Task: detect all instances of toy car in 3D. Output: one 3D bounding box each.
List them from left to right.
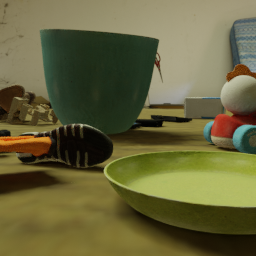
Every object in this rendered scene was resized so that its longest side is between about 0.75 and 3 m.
[{"bbox_3d":[1.787,-0.319,4.124,1.094,1.237,1.140,-1,5,-9],"label":"toy car"}]

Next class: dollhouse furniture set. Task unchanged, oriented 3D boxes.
[{"bbox_3d":[-3.178,-0.366,9.221,1.346,0.876,1.236,23,11,12],"label":"dollhouse furniture set"}]

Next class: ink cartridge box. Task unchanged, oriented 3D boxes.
[{"bbox_3d":[3.832,-1.000,13.665,1.737,1.019,2.372,3,4,23],"label":"ink cartridge box"}]

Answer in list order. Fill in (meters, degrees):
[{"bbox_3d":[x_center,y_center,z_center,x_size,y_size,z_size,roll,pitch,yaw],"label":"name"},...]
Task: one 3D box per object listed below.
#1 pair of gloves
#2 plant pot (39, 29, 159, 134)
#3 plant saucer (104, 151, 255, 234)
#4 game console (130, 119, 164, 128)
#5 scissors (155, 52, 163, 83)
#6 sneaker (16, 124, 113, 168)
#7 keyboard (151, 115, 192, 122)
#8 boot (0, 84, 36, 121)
[{"bbox_3d":[-2.172,0.273,2.677,2.327,0.323,2.612,-5,4,-34],"label":"pair of gloves"},{"bbox_3d":[-0.676,-1.059,6.514,2.624,2.106,2.624,4,15,-1],"label":"plant pot"},{"bbox_3d":[0.560,0.375,1.905,1.443,0.224,1.443,0,5,0],"label":"plant saucer"},{"bbox_3d":[0.221,-0.127,7.996,1.098,0.224,1.862,2,6,28],"label":"game console"},{"bbox_3d":[1.190,-2.292,10.574,0.435,1.189,0.083,-26,1,37],"label":"scissors"},{"bbox_3d":[-0.618,0.169,3.181,1.171,0.443,0.676,1,2,21],"label":"sneaker"},{"bbox_3d":[1.543,-0.369,11.023,1.126,0.240,1.875,5,1,-24],"label":"keyboard"},{"bbox_3d":[-4.184,-1.064,10.684,2.467,0.866,1.803,-30,6,29],"label":"boot"}]
